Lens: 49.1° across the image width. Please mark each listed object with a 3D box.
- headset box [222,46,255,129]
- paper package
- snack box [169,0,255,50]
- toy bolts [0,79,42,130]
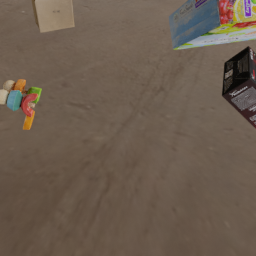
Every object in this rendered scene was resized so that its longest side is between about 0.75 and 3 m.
[{"bbox_3d":[2.214,-0.514,4.635,1.381,0.518,1.026,40,44,-16],"label":"headset box"},{"bbox_3d":[-2.261,-3.573,8.511,1.128,1.075,0.584,-18,52,-19],"label":"paper package"},{"bbox_3d":[2.654,-2.537,6.218,2.817,0.953,2.376,-9,7,-12],"label":"snack box"},{"bbox_3d":[-1.714,-0.365,4.289,0.562,0.773,0.810,16,6,-15],"label":"toy bolts"}]
